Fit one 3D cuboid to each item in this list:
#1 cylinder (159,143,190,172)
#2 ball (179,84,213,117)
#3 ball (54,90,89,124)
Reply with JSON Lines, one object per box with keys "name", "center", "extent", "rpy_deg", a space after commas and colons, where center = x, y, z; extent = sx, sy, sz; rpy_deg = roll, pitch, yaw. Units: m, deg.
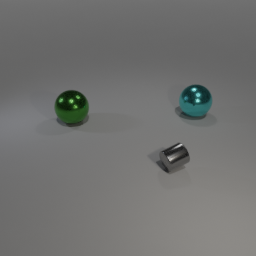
{"name": "cylinder", "center": [1.444, 0.904, 8.718], "extent": [0.700, 0.700, 0.700], "rpy_deg": [-24, 35, -15]}
{"name": "ball", "center": [2.883, -1.159, 11.968], "extent": [1.400, 1.400, 1.400], "rpy_deg": [0, 29, 0]}
{"name": "ball", "center": [-2.293, -0.854, 11.449], "extent": [1.400, 1.400, 1.400], "rpy_deg": [0, 29, 0]}
